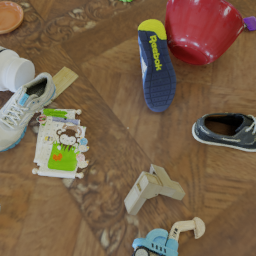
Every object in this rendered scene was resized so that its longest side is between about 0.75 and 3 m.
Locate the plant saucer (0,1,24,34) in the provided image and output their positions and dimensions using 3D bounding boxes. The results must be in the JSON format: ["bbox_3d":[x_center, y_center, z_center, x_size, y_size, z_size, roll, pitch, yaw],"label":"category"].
[{"bbox_3d":[-4.656,-4.093,10.476,1.538,0.288,1.538,0,66,0],"label":"plant saucer"}]

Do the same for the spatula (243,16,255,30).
[{"bbox_3d":[3.975,-3.600,10.280,2.048,0.210,0.579,-24,77,-9],"label":"spatula"}]

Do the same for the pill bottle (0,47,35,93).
[{"bbox_3d":[-4.263,-1.956,8.895,2.307,1.335,1.335,21,67,9],"label":"pill bottle"}]

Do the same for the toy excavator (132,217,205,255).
[{"bbox_3d":[1.008,2.840,7.022,1.614,0.829,1.660,19,58,8],"label":"toy excavator"}]

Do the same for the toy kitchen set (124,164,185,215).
[{"bbox_3d":[0.654,1.730,7.735,1.224,1.104,0.998,21,20,-25],"label":"toy kitchen set"}]

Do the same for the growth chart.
[{"bbox_3d":[-2.024,0.401,8.431,1.688,0.207,2.333,-3,66,-3],"label":"growth chart"}]

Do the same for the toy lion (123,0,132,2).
[{"bbox_3d":[0.022,-5.657,11.178,1.264,0.453,1.319,-31,68,-5],"label":"toy lion"}]

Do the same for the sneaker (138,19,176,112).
[{"bbox_3d":[0.912,-1.912,8.937,1.035,1.151,2.799,-5,92,1],"label":"sneaker"}]

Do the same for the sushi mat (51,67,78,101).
[{"bbox_3d":[-2.332,-1.463,9.355,0.650,0.082,1.359,36,70,15],"label":"sushi mat"}]

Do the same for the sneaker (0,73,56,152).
[{"bbox_3d":[-3.117,-0.575,8.046,1.045,1.208,2.788,35,69,-7],"label":"sneaker"}]

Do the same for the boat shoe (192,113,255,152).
[{"bbox_3d":[3.387,0.055,8.190,2.821,0.954,1.013,4,64,0],"label":"boat shoe"}]

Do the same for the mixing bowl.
[{"bbox_3d":[2.182,-2.906,8.918,2.560,2.560,1.387,21,84,10],"label":"mixing bowl"}]
